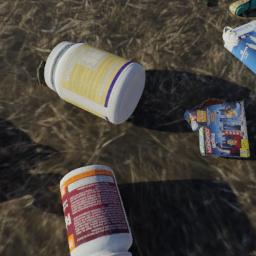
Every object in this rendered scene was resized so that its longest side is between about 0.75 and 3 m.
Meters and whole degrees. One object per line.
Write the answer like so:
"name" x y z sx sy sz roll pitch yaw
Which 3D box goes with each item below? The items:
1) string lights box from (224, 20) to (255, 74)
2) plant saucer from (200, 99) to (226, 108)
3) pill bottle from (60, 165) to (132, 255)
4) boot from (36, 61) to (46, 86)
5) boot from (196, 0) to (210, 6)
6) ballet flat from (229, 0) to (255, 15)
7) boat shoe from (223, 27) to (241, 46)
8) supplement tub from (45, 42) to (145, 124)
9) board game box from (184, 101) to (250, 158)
"string lights box" 4.806 -2.634 9.887 1.307 0.750 2.544 -26 60 -16
"plant saucer" 2.681 -0.406 8.630 1.040 0.168 1.040 1 70 -4
"pill bottle" -0.694 2.171 6.303 1.356 1.356 2.375 -13 56 -9
"boot" -2.730 -1.934 9.657 0.760 0.426 1.099 -1 57 -7
"boot" 3.421 -5.637 12.230 0.544 0.305 0.787 36 76 17
"ballet flat" 4.991 -5.249 11.791 1.694 0.599 0.599 -27 60 -15
"boat shoe" 3.007 -2.704 8.241 0.407 0.361 1.105 -14 31 7
"supplement tub" -0.978 -1.419 8.415 2.563 1.863 1.863 26 60 16
"board game box" 2.506 0.019 8.106 1.705 0.526 1.706 4 70 -1
